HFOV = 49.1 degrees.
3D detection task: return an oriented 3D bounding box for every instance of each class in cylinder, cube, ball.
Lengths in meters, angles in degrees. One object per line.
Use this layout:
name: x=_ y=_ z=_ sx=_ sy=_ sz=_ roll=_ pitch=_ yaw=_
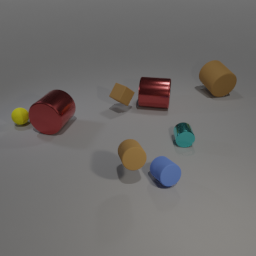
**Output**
cylinder: x=1.108 y=1.276 z=8.339 sx=0.700 sy=0.700 sz=0.700 roll=-11 pitch=19 yaw=-20
cylinder: x=2.066 y=0.253 z=10.349 sx=0.700 sy=0.700 sz=0.700 roll=0 pitch=29 yaw=0
cylinder: x=-3.015 y=-0.659 z=11.252 sx=1.400 sy=1.400 sz=1.400 roll=7 pitch=30 yaw=12
cube: x=-0.271 y=-1.501 z=12.513 sx=0.700 sy=0.700 sz=0.700 roll=27 pitch=0 yaw=39
cylinder: x=1.256 y=-1.645 z=13.054 sx=1.400 sy=1.400 sz=1.400 roll=5 pitch=29 yaw=9
cylinder: x=0.106 y=0.747 z=7.945 sx=0.700 sy=0.700 sz=0.700 roll=-6 pitch=18 yaw=-11
cylinder: x=4.583 y=-2.541 z=14.379 sx=1.400 sy=1.400 sz=1.400 roll=-8 pitch=42 yaw=-14
ball: x=-4.451 y=-0.490 z=11.578 sx=0.700 sy=0.700 sz=0.700 roll=0 pitch=29 yaw=0
